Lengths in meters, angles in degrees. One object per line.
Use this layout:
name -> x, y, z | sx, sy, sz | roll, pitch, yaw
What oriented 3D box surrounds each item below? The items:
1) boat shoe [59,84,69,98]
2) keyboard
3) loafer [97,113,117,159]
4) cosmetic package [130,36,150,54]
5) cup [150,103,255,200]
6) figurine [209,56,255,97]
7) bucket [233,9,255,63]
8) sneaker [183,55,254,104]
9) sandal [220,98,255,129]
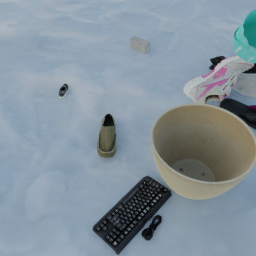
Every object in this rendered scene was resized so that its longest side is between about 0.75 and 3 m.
boat shoe -> -2.658, -1.589, 11.509 | 0.307, 0.251, 0.831 | 8, 48, 8
keyboard -> 0.286, 2.391, 7.786 | 1.401, 0.299, 2.333 | 34, 56, 27
loafer -> -0.734, 0.223, 9.550 | 0.694, 0.643, 1.846 | -2, 47, -2
cosmetic package -> 0.568, -4.051, 13.626 | 0.973, 0.519, 0.439 | 27, 52, 25
cup -> 1.949, 0.927, 7.983 | 2.756, 1.971, 2.756 | 1, 47, -1
figurine -> 4.412, -2.284, 11.840 | 2.153, 0.950, 2.206 | 10, 48, 20
bucket -> 4.035, -2.796, 8.564 | 1.546, 1.006, 1.546 | 0, 81, -2
sneaker -> 3.584, -1.693, 10.719 | 2.768, 1.126, 1.221 | -32, 69, 17
sandal -> 4.605, -0.520, 10.262 | 2.536, 0.607, 0.953 | 27, 52, 24
